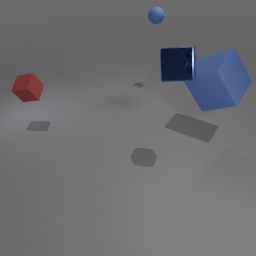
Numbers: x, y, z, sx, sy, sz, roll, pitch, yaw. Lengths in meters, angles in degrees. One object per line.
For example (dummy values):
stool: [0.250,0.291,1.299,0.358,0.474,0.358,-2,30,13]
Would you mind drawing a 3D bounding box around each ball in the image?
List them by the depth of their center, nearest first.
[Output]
ball: [1.221,-4.853,12.101,0.700,0.700,0.700,0,31,0]

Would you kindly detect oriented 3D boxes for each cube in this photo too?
cube: [1.122,-1.417,6.175,0.700,0.700,0.700,1,16,17]
cube: [3.042,-1.597,9.491,1.400,1.400,1.400,-8,35,52]
cube: [-3.522,-1.413,9.880,0.700,0.700,0.700,-4,59,18]
